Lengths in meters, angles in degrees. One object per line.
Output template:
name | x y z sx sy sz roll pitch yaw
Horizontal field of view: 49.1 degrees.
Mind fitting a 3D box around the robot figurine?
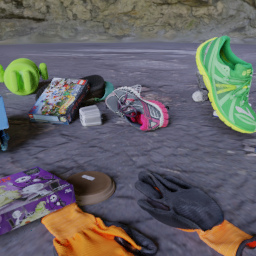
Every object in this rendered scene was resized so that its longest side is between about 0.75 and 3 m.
robot figurine | -5.045 -2.490 13.461 2.333 1.538 2.659 -7 23 -12

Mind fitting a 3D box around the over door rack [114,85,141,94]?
over door rack | -0.066 -1.604 12.760 1.352 0.450 0.998 -7 19 8

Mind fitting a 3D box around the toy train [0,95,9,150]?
toy train | -4.162 -0.308 7.548 1.270 1.674 2.930 -17 27 -38

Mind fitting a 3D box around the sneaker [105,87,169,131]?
sneaker | 0.087 -0.682 9.384 1.014 1.095 2.716 -19 28 -36

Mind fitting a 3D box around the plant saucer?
plant saucer | -0.829 1.190 5.775 1.137 0.168 1.137 -1 20 0

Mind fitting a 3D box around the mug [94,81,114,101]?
mug | -0.996 -1.568 11.847 0.592 0.787 0.958 -3 1 -42

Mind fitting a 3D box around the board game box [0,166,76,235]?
board game box | -2.461 1.367 4.649 2.732 0.441 1.639 -17 12 -37

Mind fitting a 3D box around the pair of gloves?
pair of gloves | 0.301 1.559 4.545 2.915 0.360 2.597 -14 25 -35

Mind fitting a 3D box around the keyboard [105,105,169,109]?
keyboard | 0.335 -0.937 10.924 2.422 0.480 1.261 6 22 18

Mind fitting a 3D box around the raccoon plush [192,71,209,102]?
raccoon plush | 3.383 -2.064 12.973 2.656 1.285 1.779 -15 18 -34

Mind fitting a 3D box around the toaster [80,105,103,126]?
toaster | -1.242 -0.386 9.358 0.643 0.566 0.995 -10 26 -15

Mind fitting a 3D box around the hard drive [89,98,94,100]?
hard drive | -2.132 -1.719 13.142 1.456 0.295 2.208 2 19 3

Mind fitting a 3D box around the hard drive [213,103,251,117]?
hard drive | 3.979 -0.693 10.615 1.093 0.210 1.657 11 23 26

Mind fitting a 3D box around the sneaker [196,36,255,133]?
sneaker | 2.707 -1.120 7.258 1.012 2.731 1.141 -23 -5 -38

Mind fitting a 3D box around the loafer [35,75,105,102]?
loafer | -2.300 -1.290 11.384 2.912 1.039 1.063 -9 52 5

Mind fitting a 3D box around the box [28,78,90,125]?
box | -2.415 -1.020 10.077 1.443 0.398 2.113 5 45 15
